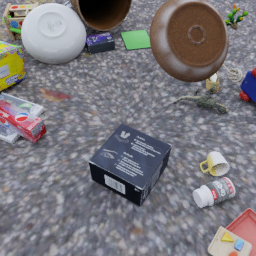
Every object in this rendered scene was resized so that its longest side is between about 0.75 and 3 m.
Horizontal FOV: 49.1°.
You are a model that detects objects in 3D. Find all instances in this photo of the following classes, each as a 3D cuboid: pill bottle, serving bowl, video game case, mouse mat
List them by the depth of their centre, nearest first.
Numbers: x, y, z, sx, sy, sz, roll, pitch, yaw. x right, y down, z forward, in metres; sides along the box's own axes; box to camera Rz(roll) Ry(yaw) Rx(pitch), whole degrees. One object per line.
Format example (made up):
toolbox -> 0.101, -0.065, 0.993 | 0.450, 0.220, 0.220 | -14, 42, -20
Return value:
pill bottle -> 2.277, 1.727, 7.453 | 0.982, 0.559, 0.559 | -17, 50, -14
video game case -> -4.160, -0.408, 9.607 | 1.891, 0.221, 1.720 | 18, 50, 16
serving bowl -> -3.102, -4.085, 11.661 | 2.699, 0.888, 2.699 | 2, 77, -9
mouse mat -> 0.408, -4.141, 13.100 | 1.303, 0.061, 1.620 | -9, 47, -8

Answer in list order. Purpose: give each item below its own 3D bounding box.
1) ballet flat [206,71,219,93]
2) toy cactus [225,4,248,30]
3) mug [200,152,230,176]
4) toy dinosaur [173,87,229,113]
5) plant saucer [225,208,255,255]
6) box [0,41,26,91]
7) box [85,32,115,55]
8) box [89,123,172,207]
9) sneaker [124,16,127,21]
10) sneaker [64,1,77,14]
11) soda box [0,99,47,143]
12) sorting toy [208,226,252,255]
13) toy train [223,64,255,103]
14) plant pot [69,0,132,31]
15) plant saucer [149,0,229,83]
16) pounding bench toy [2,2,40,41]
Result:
ballet flat -> 3.288, -2.081, 10.894 | 0.603, 0.554, 1.758 | 2, 48, 2
toy cactus -> 3.148, -3.273, 8.526 | 1.002, 0.827, 0.513 | -22, 66, 29
mug -> 2.503, 0.994, 8.142 | 0.706, 0.565, 0.579 | 1, 40, -8
toy dinosaur -> 2.685, -1.071, 10.084 | 1.955, 0.464, 0.862 | 13, 56, 16
plant saucer -> 2.979, 2.855, 6.631 | 1.431, 0.263, 1.434 | -29, 53, -24
box -> -5.317, -2.313, 10.261 | 2.067, 1.309, 2.147 | 18, 36, 16
box -> -1.276, -3.794, 12.510 | 1.206, 0.476, 0.851 | -15, 52, -13
box -> 0.085, 0.974, 7.831 | 1.653, 0.987, 1.681 | 25, 53, 21
sneaker -> -0.862, -5.517, 13.811 | 0.734, 0.835, 1.972 | 31, 55, 26
sneaker -> -2.997, -5.595, 13.951 | 2.076, 0.780, 1.193 | -32, 56, -20
soda box -> -3.494, -0.233, 8.898 | 1.801, 0.630, 0.571 | 24, 52, 19
sorting toy -> 2.251, 2.860, 6.346 | 0.812, 0.162, 1.098 | 29, 54, 24
toy train -> 4.933, -1.649, 10.170 | 1.682, 1.230, 2.907 | -9, 48, -22
plant pot -> -1.682, -6.181, 12.843 | 2.660, 2.660, 2.846 | -26, 43, -21
plant saucer -> 1.772, -2.449, 7.544 | 2.399, 0.439, 2.399 | 0, 91, -15
pounding bench toy -> -4.822, -4.656, 12.745 | 1.584, 1.261, 2.031 | -4, 48, -4
